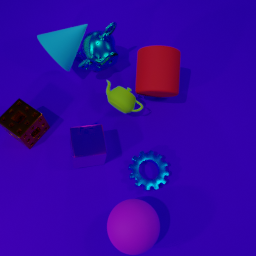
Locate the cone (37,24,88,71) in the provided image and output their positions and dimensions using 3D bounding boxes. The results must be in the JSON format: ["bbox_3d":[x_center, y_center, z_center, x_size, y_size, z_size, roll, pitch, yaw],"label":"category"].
[{"bbox_3d":[-1.700,-2.618,8.266,1.334,1.329,1.329,-39,70,6],"label":"cone"}]

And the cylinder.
[{"bbox_3d":[0.853,-1.568,7.984,1.228,1.228,1.228,3,89,1],"label":"cylinder"}]

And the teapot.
[{"bbox_3d":[-0.171,-0.873,7.962,1.349,0.839,0.660,33,85,11],"label":"teapot"}]

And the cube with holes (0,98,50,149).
[{"bbox_3d":[-2.908,-0.107,7.879,0.871,0.871,0.871,33,70,14],"label":"cube with holes"}]

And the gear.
[{"bbox_3d":[0.547,1.138,7.490,1.071,0.198,1.071,3,66,-7],"label":"gear"}]

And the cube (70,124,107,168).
[{"bbox_3d":[-1.083,0.499,7.536,0.860,0.860,0.860,-6,65,-14],"label":"cube"}]

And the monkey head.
[{"bbox_3d":[-1.045,-2.355,8.533,1.417,1.970,1.187,-26,93,-51],"label":"monkey head"}]

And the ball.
[{"bbox_3d":[0.129,2.293,6.548,1.232,1.232,1.232,0,65,0],"label":"ball"}]
